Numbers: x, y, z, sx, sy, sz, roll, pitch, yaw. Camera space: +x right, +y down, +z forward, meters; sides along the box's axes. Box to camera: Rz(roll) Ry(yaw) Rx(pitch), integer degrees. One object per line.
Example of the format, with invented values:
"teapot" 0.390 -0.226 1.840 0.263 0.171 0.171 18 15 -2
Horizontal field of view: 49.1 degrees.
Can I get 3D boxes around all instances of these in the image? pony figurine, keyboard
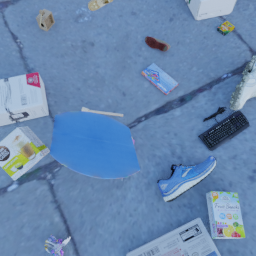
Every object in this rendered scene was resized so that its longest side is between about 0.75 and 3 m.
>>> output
"pony figurine" -2.210 3.698 8.777 0.765 0.637 0.738 33 101 11
"keyboard" 3.567 -0.116 10.741 2.049 0.211 1.302 -31 68 -15

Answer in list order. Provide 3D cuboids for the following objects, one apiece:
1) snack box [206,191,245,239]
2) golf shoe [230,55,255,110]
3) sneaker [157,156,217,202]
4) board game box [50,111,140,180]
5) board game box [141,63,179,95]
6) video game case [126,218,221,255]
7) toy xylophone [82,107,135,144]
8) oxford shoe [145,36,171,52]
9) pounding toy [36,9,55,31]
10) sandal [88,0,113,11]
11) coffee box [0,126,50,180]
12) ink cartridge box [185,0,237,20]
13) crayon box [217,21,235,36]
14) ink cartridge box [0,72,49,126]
"snack box" 3.162 2.828 9.126 1.017 0.379 1.430 7 63 -14
"golf shoe" 5.029 -1.651 11.048 1.330 1.071 2.736 32 70 8
"sneaker" 2.008 1.526 9.575 2.294 0.901 1.023 -29 71 -13
"board game box" -0.852 0.478 6.780 2.010 0.495 2.544 11 31 -17
"board game box" 1.326 -2.059 11.693 0.752 0.142 1.460 -39 71 -18
"video game case" 1.641 4.441 8.517 2.674 0.294 2.438 -22 66 -11
"toy xylophone" -1.066 0.342 10.242 2.755 0.692 2.017 14 65 7
"oxford shoe" 1.311 -3.738 12.423 1.227 0.432 0.459 33 39 19
"pounding toy" -3.846 -4.903 12.536 0.484 1.058 0.929 25 67 12
"sandal" -0.755 -4.501 9.817 1.437 0.527 0.473 -27 51 16
"coffee box" -2.775 0.613 7.264 0.966 0.967 0.957 -41 95 -3
"ink cartridge box" 3.716 -6.626 13.320 1.947 1.124 2.665 -15 65 -7
"crayon box" 4.535 -4.619 12.885 0.769 0.195 0.488 -38 70 -17
"ink cartridge box" -4.327 -1.101 10.809 2.160 0.901 1.569 -13 65 -6
